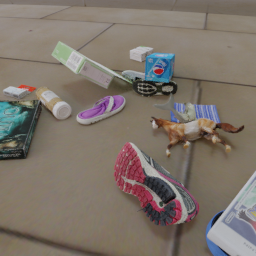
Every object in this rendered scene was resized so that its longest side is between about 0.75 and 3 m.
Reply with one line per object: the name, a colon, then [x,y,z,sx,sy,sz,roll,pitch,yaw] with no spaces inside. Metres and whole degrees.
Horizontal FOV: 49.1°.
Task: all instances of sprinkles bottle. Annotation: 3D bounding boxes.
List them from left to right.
sprinkles bottle: [-2.605,-0.890,9.706,0.577,0.577,1.692,-23,41,-30]

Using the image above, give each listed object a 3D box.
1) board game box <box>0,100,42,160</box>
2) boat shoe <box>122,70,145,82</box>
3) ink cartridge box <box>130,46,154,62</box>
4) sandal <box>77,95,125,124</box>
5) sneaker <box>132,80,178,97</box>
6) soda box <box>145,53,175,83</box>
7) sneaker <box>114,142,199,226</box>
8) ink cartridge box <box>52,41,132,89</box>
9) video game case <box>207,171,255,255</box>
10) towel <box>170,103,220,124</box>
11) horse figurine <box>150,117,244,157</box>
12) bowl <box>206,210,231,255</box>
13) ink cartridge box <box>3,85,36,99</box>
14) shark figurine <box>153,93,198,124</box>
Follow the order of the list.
board game box: [-3.825,-0.029,8.623,1.879,0.391,2.778,-4,35,-5]
boat shoe: [0.264,-2.102,11.592,1.079,0.376,0.384,8,55,0]
ink cartridge box: [0.672,-3.691,13.889,0.752,0.434,1.030,24,41,31]
sandal: [-0.828,-0.748,9.545,0.865,0.522,2.125,23,41,30]
sneaker: [1.001,-1.604,10.832,1.725,0.663,0.764,4,23,-5]
soda box: [1.322,-2.468,11.147,0.924,0.874,2.724,6,18,10]
sneaker: [0.504,1.255,6.420,0.957,1.034,2.564,12,23,-38]
ink cartridge box: [-1.216,-2.190,10.912,2.946,0.706,2.144,22,12,-47]
video game case: [3.082,2.012,5.360,2.253,0.284,2.472,34,42,28]
towel: [2.241,-0.500,9.486,1.619,0.193,1.172,3,36,5]
horse figurine: [1.950,0.148,8.111,2.491,0.622,1.651,-7,29,3]
bowl: [2.248,2.178,5.536,1.357,0.266,1.357,0,35,0]
ink cartridge box: [-4.194,-1.503,10.901,0.789,0.233,0.986,14,38,20]
shark figurine: [1.580,-0.326,8.683,1.847,0.771,1.103,4,61,-52]
